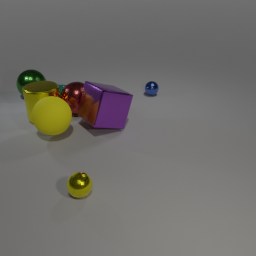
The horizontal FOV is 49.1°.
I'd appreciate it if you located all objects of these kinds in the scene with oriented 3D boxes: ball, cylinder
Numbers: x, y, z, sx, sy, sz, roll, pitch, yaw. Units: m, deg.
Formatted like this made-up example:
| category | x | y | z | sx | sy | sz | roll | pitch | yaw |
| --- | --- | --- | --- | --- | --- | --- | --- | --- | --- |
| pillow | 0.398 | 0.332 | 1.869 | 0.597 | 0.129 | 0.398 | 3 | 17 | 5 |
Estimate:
| category | x | y | z | sx | sy | sz | roll | pitch | yaw |
| --- | --- | --- | --- | --- | --- | --- | --- | --- | --- |
| ball | -4.635 | -2.117 | 13.511 | 1.400 | 1.400 | 1.400 | 0 | 29 | 0 |
| ball | -2.182 | -1.278 | 11.987 | 1.400 | 1.400 | 1.400 | 0 | 29 | 0 |
| cylinder | -3.507 | -1.064 | 11.558 | 1.400 | 1.400 | 1.400 | 0 | 30 | 0 |
| ball | 1.178 | -1.973 | 13.907 | 0.700 | 0.700 | 0.700 | 0 | 29 | 0 |
| ball | -2.737 | -0.438 | 10.098 | 1.400 | 1.400 | 1.400 | 0 | 29 | 0 |
| ball | -1.314 | 1.539 | 7.613 | 0.700 | 0.700 | 0.700 | 0 | 29 | 0 |

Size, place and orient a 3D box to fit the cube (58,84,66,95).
| category | x | y | z | sx | sy | sz | roll | pitch | yaw |
| --- | --- | --- | --- | --- | --- | --- | --- | --- | --- |
| cube | -3.096 | -1.650 | 13.130 | 0.700 | 0.700 | 0.700 | 7 | 2 | 12 |

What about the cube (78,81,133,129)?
| category | x | y | z | sx | sy | sz | roll | pitch | yaw |
| --- | --- | --- | --- | --- | --- | --- | --- | --- | --- |
| cube | -0.893 | -0.874 | 10.746 | 1.400 | 1.400 | 1.400 | 3 | 19 | -39 |
